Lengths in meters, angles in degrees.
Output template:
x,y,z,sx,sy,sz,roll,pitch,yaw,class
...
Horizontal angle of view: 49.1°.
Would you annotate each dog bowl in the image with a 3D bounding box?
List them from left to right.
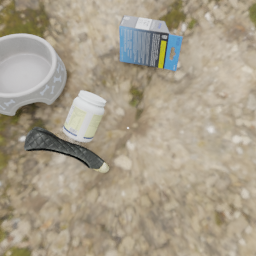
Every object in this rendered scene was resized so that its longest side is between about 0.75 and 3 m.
x,y,z,sx,sy,sz,roll,pitch,yaw,class
-3.111,-1.628,8.018,2.571,0.754,2.571,1,62,-1,dog bowl

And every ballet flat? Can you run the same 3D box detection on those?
x,y,z,sx,sy,sz,roll,pitch,yaw,class
-1.603,0.728,7.542,2.389,0.794,0.679,26,68,-19,ballet flat

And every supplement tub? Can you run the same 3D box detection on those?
x,y,z,sx,sy,sz,roll,pitch,yaw,class
-1.184,-0.318,7.703,0.886,0.886,1.222,27,104,6,supplement tub

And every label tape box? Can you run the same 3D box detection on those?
x,y,z,sx,sy,sz,roll,pitch,yaw,class
0.659,-2.440,8.142,1.765,1.273,0.559,12,55,8,label tape box
